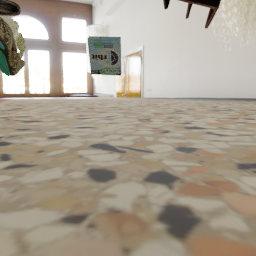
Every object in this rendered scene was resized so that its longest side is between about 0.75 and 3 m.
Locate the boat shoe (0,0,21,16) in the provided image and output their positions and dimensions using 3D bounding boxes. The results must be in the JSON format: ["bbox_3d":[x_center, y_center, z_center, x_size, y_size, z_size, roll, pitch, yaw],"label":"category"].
[{"bbox_3d":[-4.174,-3.766,8.547,1.716,0.574,0.489,-2,20,-28],"label":"boat shoe"}]

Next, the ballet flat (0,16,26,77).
[{"bbox_3d":[-3.580,-2.586,8.267,0.967,1.074,2.851,40,-21,6],"label":"ballet flat"}]

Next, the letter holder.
[{"bbox_3d":[1.529,-3.350,5.721,1.069,2.126,1.511,17,5,7],"label":"letter holder"}]

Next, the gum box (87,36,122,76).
[{"bbox_3d":[-0.624,-1.960,7.661,0.879,1.035,0.230,4,37,6],"label":"gum box"}]
